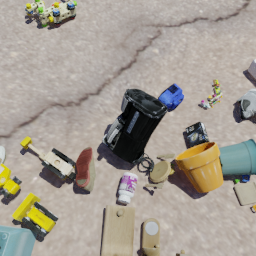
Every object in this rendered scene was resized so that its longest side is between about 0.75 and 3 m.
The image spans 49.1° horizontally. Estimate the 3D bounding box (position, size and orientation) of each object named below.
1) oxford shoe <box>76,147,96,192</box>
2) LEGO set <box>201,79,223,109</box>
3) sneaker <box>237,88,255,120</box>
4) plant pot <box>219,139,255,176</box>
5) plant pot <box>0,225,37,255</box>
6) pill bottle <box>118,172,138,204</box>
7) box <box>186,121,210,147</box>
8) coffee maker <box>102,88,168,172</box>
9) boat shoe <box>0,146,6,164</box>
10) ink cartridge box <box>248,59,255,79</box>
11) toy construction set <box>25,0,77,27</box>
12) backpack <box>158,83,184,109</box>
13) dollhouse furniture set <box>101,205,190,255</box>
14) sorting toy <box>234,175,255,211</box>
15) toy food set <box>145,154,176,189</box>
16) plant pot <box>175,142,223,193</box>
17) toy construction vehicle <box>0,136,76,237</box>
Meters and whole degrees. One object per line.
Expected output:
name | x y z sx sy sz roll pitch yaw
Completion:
oxford shoe | -1.497 1.508 10.302 0.635 0.674 1.802 -17 43 19
LEGO set | 3.707 -1.500 11.815 0.730 0.590 1.586 27 66 13
sneaker | 5.270 -0.496 11.241 1.318 0.857 2.283 -29 56 -9
plant pot | 3.899 1.148 10.113 1.319 1.347 1.347 -9 62 5
plant pot | -3.903 3.708 8.544 1.510 1.538 1.505 7 62 4
pill bottle | -0.019 2.137 9.926 0.566 0.566 1.008 13 64 7
box | 2.678 0.270 10.824 0.677 0.356 0.826 -29 56 34
coffee maker | 0.462 0.023 9.960 2.166 2.255 1.519 25 35 -5
boat shoe | -4.956 1.263 10.433 0.518 0.474 1.387 4 62 2
ink cartridge box | 6.461 -2.658 12.330 1.786 0.757 1.301 -25 65 -14
toy construction set | -3.636 -6.129 13.957 2.775 1.278 1.819 -39 68 -7
backpack | 1.749 -1.220 11.550 1.000 0.813 0.839 -37 71 -18
dollhouse furniture set | 0.467 3.286 8.035 2.553 2.684 2.187 4 68 0
sorting toy | 4.298 2.360 10.034 0.774 0.187 1.374 -13 63 -2
toy food set | 1.228 1.615 10.160 1.001 0.291 1.450 -9 43 46
plant pot | 2.618 1.420 9.789 1.525 1.525 1.396 -24 92 -12
toy construction vehicle | -3.200 1.929 9.832 2.968 1.045 2.584 30 69 13
